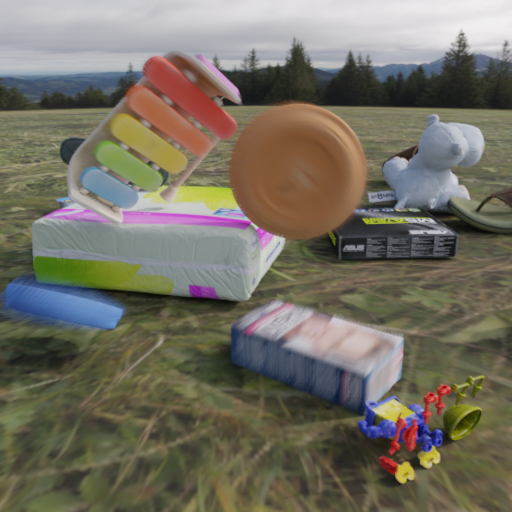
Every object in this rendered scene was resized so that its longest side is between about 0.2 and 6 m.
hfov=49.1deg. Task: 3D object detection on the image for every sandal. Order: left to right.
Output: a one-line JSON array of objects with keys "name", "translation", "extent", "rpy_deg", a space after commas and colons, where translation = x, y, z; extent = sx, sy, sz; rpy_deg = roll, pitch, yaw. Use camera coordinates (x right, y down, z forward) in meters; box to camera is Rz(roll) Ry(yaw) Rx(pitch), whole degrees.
[{"name": "sandal", "translation": [5.994, -1.069, 12.454], "extent": [3.366, 0.960, 1.337], "rpy_deg": [7, 24, 13]}]

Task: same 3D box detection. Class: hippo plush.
[{"name": "hippo plush", "translation": [4.108, -2.322, 13.424], "extent": [2.731, 2.196, 2.175], "rpy_deg": [-7, 43, -25]}]

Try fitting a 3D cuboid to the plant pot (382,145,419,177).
[{"name": "plant pot", "translation": [4.591, -2.679, 17.101], "extent": [1.292, 1.292, 1.383], "rpy_deg": [-15, 9, -38]}]

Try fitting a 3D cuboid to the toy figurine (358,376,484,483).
[{"name": "toy figurine", "translation": [1.480, 1.507, 5.509], "extent": [1.411, 0.744, 0.845], "rpy_deg": [-13, 18, -35]}]

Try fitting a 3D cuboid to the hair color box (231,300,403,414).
[{"name": "hair color box", "translation": [0.697, 1.134, 6.718], "extent": [1.872, 0.567, 0.936], "rpy_deg": [14, 25, 35]}]

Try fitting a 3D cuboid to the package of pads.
[{"name": "package of pads", "translation": [-1.534, -0.387, 10.024], "extent": [3.805, 1.298, 2.940], "rpy_deg": [5, 20, 14]}]

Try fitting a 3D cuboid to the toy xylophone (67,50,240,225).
[{"name": "toy xylophone", "translation": [-1.385, -1.656, 8.259], "extent": [2.069, 2.826, 0.710], "rpy_deg": [20, 28, -46]}]

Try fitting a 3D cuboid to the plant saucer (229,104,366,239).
[{"name": "plant saucer", "translation": [0.594, -1.174, 8.173], "extent": [2.000, 2.000, 0.323], "rpy_deg": [2, 22, 5]}]

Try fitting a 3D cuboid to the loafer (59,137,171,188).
[{"name": "loafer", "translation": [-2.647, -1.863, 10.868], "extent": [2.195, 0.789, 0.690], "rpy_deg": [16, 11, 4]}]

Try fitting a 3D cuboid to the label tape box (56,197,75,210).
[{"name": "label tape box", "translation": [-4.414, -1.207, 13.899], "extent": [0.751, 0.329, 1.041], "rpy_deg": [-15, 24, -37]}]

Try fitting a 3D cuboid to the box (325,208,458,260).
[{"name": "box", "translation": [2.634, -0.506, 11.547], "extent": [2.296, 0.545, 2.217], "rpy_deg": [-1, 16, -1]}]

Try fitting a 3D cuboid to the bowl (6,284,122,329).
[{"name": "bowl", "translation": [-2.383, 0.651, 6.925], "extent": [1.390, 0.273, 1.390], "rpy_deg": [12, -12, 3]}]
